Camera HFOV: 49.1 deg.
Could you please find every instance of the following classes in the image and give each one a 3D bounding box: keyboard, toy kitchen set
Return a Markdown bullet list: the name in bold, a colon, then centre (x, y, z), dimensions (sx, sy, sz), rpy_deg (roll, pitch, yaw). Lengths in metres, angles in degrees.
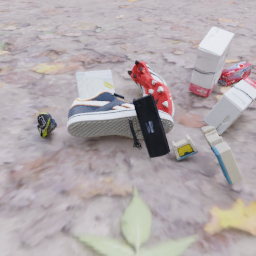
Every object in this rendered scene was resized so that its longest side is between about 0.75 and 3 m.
- **keyboard**: centre (0.449, 0.009, 7.125), dimensions (0.998, 1.571, 0.162), rpy_deg (-16, 2, 32)
- **toy kitchen set**: centre (1.835, 0.764, 6.856), dimensions (1.212, 0.891, 1.513), rpy_deg (-25, 19, 10)

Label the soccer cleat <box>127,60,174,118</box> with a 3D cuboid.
- **soccer cleat**: centre (0.983, -1.249, 9.672), dimensions (1.259, 1.014, 2.956), rpy_deg (18, 33, -41)

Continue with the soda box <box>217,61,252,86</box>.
- **soda box**: centre (4.288, -2.187, 11.239), dimensions (1.475, 0.516, 0.468), rpy_deg (-26, 42, -23)

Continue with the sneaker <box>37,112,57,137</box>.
- **sneaker**: centre (-2.280, -0.151, 7.982), dimensions (0.495, 1.223, 0.452), rpy_deg (-26, 82, -28)

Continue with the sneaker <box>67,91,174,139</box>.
- **sneaker**: centre (-0.201, -0.427, 7.989), dimensions (2.973, 1.166, 1.181), rpy_deg (2, 51, -10)

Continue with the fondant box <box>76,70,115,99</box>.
- **fondant box**: centre (-0.997, -1.022, 8.991), dimensions (1.148, 0.464, 1.592), rpy_deg (-8, 77, -12)

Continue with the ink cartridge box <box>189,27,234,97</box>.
- **ink cartridge box**: centre (2.903, -2.288, 9.882), dimensions (0.804, 1.943, 1.424), rpy_deg (26, 58, 19)

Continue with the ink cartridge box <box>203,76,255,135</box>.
- **ink cartridge box**: centre (3.207, -0.689, 8.521), dimensions (0.704, 1.214, 1.682), rpy_deg (43, 50, 15)
